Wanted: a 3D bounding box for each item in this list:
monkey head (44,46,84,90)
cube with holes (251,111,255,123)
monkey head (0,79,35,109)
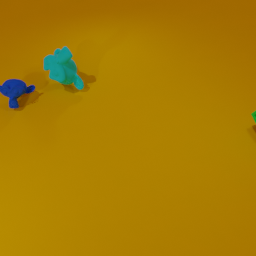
[{"bbox_3d":[-2.147,-2.164,9.586,1.818,1.308,1.095,54,28,11],"label":"monkey head"},{"bbox_3d":[4.182,-0.285,7.798,0.841,0.841,0.841,-16,73,-13],"label":"cube with holes"},{"bbox_3d":[-3.783,-1.165,9.351,1.273,0.915,0.767,-1,22,-3],"label":"monkey head"}]
